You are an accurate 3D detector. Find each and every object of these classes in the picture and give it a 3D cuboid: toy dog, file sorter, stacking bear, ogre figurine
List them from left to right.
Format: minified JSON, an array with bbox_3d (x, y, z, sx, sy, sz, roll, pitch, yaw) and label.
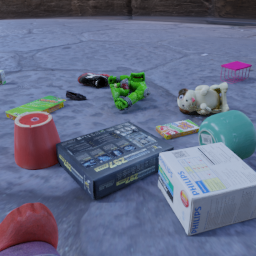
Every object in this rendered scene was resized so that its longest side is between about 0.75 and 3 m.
[{"bbox_3d":[-1.205,2.749,3.617,1.747,1.636,2.877,-30,46,-14],"label":"stacking bear"},{"bbox_3d":[0.046,-1.767,12.554,1.631,1.335,2.720,-14,17,-2],"label":"ogre figurine"},{"bbox_3d":[2.968,-1.221,11.568,1.852,1.292,1.796,-5,15,-9],"label":"toy dog"},{"bbox_3d":[5.930,-3.064,15.486,1.402,0.879,0.974,-19,34,-31],"label":"file sorter"}]

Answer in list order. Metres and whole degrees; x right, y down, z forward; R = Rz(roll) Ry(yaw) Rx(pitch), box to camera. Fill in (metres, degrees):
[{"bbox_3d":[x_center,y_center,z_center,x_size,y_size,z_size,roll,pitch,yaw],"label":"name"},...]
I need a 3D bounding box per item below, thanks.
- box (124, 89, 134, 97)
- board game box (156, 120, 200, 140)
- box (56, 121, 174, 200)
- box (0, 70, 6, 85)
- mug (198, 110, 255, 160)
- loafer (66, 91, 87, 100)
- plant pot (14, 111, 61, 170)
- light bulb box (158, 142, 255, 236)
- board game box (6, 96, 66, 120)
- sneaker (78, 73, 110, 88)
[{"bbox_3d":[0.118,-1.879,13.877,1.086,0.272,1.095,-13,30,-21],"label":"box"},{"bbox_3d":[1.901,0.030,10.270,1.596,0.239,0.762,-9,30,-23],"label":"board game box"},{"bbox_3d":[-0.392,0.781,8.250,2.772,0.707,2.186,-19,32,-33],"label":"box"},{"bbox_3d":[-7.040,-2.702,14.947,0.824,0.727,0.398,2,28,6],"label":"box"},{"bbox_3d":[2.778,0.419,8.370,1.137,1.839,1.511,-15,55,-19],"label":"mug"},{"bbox_3d":[-2.405,-1.500,12.976,0.975,0.307,0.350,8,32,-3],"label":"loafer"},{"bbox_3d":[-2.762,0.305,8.511,1.509,1.335,1.509,0,27,0],"label":"plant pot"},{"bbox_3d":[1.873,1.345,6.701,1.807,1.128,1.791,-8,29,-14],"label":"light bulb box"},{"bbox_3d":[-3.793,-0.837,11.806,1.110,0.348,2.323,18,35,30],"label":"board game box"},{"bbox_3d":[-1.767,-2.463,14.563,1.824,0.645,0.891,3,25,3],"label":"sneaker"}]
